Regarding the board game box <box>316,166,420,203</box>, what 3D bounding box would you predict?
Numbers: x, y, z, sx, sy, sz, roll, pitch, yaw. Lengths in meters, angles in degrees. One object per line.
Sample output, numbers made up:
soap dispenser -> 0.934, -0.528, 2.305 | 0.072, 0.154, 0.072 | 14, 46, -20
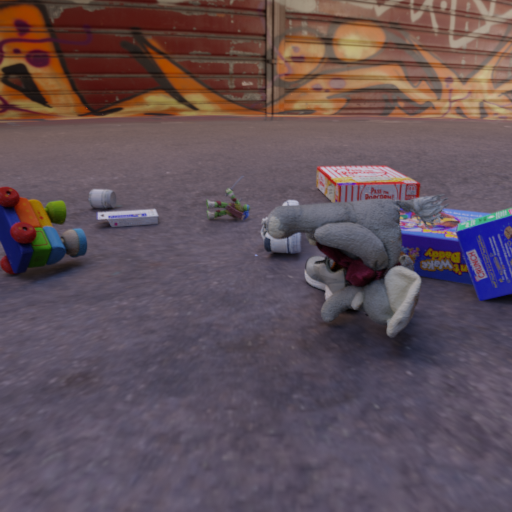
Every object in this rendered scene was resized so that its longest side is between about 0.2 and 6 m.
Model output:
board game box -> 3.259, -2.120, 16.941 | 2.334, 0.713, 3.081 | -2, 18, -6

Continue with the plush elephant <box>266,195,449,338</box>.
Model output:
plush elephant -> 1.608, 0.201, 8.232 | 2.472, 1.914, 2.036 | -5, -4, 18

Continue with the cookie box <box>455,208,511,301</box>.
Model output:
cookie box -> 4.235, -0.102, 9.192 | 1.515, 1.296, 0.569 | -17, 7, 26

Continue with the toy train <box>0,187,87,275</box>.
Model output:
toy train -> -4.497, -0.899, 11.107 | 1.513, 1.107, 2.616 | -8, 55, -44

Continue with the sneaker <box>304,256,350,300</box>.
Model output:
sneaker -> 1.334, 0.278, 9.654 | 0.698, 0.749, 1.889 | -6, 17, -12

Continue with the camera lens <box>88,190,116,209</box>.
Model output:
camera lens -> -4.300, -1.585, 15.637 | 0.659, 0.527, 0.527 | 2, 18, 8

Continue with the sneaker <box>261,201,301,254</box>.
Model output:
sneaker -> 0.532, -0.695, 12.383 | 0.858, 0.885, 2.424 | 0, 17, 2

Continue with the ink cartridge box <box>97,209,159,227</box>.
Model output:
ink cartridge box -> -3.247, -0.951, 14.146 | 1.497, 0.278, 0.709 | -2, 19, -15

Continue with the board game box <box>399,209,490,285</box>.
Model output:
board game box -> 3.831, -0.281, 11.211 | 3.615, 0.809, 2.431 | 10, 21, 27

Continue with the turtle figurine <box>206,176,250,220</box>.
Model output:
turtle figurine -> -0.761, -1.364, 14.591 | 1.094, 1.129, 0.812 | -8, -14, -12
